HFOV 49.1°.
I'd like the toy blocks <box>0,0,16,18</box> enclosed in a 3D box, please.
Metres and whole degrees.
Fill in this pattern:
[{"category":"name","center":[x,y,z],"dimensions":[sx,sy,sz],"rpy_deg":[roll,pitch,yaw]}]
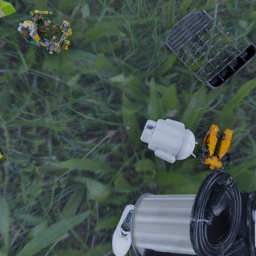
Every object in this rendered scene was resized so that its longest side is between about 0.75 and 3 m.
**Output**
[{"category":"toy blocks","center":[-4.957,-3.959,8.552],"dimensions":[2.587,1.293,1.768],"rpy_deg":[-21,70,1]}]

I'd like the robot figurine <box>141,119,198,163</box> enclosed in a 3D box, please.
[{"category":"robot figurine","center":[1.197,0.337,7.962],"dimensions":[1.613,0.911,1.368],"rpy_deg":[20,60,2]}]

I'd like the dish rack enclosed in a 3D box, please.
[{"category":"dish rack","center":[2.400,-2.475,8.518],"dimensions":[1.835,0.653,2.393],"rpy_deg":[-41,83,-6]}]

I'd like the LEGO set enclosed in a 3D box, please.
[{"category":"LEGO set","center":[-2.515,-2.999,8.457],"dimensions":[1.545,0.895,1.188],"rpy_deg":[32,83,4]}]

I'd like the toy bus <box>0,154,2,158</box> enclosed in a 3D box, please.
[{"category":"toy bus","center":[-4.111,0.873,8.119],"dimensions":[0.846,0.574,0.812],"rpy_deg":[-21,98,-1]}]

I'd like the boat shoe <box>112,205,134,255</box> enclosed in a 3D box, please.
[{"category":"boat shoe","center":[-0.114,2.877,7.809],"dimensions":[0.535,0.486,1.456],"rpy_deg":[12,82,2]}]

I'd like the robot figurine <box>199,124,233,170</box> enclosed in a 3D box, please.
[{"category":"robot figurine","center":[2.593,0.597,8.203],"dimensions":[0.925,0.371,1.275],"rpy_deg":[18,81,3]}]

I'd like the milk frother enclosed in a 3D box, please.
[{"category":"milk frother","center":[1.069,1.753,5.238],"dimensions":[2.416,2.318,2.568],"rpy_deg":[-11,110,34]}]
